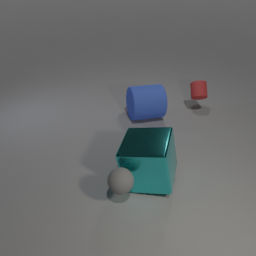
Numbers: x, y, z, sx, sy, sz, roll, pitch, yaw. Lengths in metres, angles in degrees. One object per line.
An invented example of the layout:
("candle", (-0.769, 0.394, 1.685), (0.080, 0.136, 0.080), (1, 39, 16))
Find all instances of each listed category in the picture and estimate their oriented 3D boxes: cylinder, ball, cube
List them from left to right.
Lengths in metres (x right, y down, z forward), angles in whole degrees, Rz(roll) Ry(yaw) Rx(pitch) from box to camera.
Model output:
("ball", (-0.193, 1.384, 7.341), (0.700, 0.700, 0.700), (0, 31, 0))
("cylinder", (0.753, -1.078, 11.699), (1.400, 1.400, 1.400), (-7, 32, -13))
("cube", (0.603, 0.925, 8.196), (1.400, 1.400, 1.400), (-1, 33, 18))
("cylinder", (3.101, -1.646, 12.255), (0.700, 0.700, 0.700), (-2, -8, 0))
